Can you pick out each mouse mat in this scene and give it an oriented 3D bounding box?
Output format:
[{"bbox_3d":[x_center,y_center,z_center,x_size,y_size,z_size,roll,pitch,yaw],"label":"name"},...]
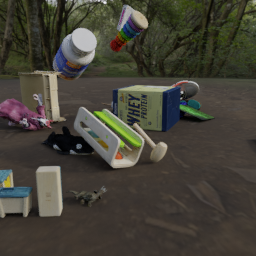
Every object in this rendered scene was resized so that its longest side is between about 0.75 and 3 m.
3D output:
[{"bbox_3d":[3.168,-0.792,13.653,1.850,0.070,1.489,29,23,35],"label":"mouse mat"}]

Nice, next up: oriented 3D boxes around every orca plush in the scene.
[{"bbox_3d":[-1.916,0.272,8.886,1.125,0.760,2.137,-10,17,-38],"label":"orca plush"}]

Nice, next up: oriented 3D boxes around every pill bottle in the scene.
[{"bbox_3d":[-2.453,-3.392,13.006,1.523,1.523,2.717,-8,-11,-29],"label":"pill bottle"}]

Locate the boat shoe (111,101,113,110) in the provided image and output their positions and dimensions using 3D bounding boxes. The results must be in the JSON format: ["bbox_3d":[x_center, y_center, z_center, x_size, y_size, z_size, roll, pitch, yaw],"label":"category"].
[{"bbox_3d":[0.186,-1.280,15.339,2.435,0.877,0.755,-9,17,-42],"label":"boat shoe"}]

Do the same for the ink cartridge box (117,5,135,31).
[{"bbox_3d":[-0.096,-3.839,10.268,0.214,1.153,0.546,19,7,33],"label":"ink cartridge box"}]

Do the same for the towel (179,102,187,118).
[{"bbox_3d":[2.218,-1.013,14.749,1.714,0.575,2.321,6,14,19],"label":"towel"}]

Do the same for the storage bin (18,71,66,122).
[{"bbox_3d":[-3.998,-1.504,13.214,2.234,2.250,1.055,10,18,36],"label":"storage bin"}]

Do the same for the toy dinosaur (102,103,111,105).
[{"bbox_3d":[-0.734,-1.432,17.109,0.872,0.496,1.642,-16,-6,37],"label":"toy dinosaur"}]

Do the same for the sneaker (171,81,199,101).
[{"bbox_3d":[2.436,-1.621,14.704,2.915,1.123,1.194,-13,34,-4],"label":"sneaker"}]

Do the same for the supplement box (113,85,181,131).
[{"bbox_3d":[0.879,-0.966,12.293,2.376,1.597,2.378,5,14,22],"label":"supplement box"}]

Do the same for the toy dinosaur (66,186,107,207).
[{"bbox_3d":[-0.823,1.353,5.521,0.784,0.302,0.401,-4,1,7],"label":"toy dinosaur"}]

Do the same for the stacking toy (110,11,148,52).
[{"bbox_3d":[-0.055,-3.172,9.482,0.669,0.669,1.568,-14,-16,-46],"label":"stacking toy"}]

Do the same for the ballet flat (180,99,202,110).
[{"bbox_3d":[3.552,-1.313,16.267,1.931,0.655,0.698,8,-4,45],"label":"ballet flat"}]

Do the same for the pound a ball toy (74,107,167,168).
[{"bbox_3d":[-0.289,0.356,7.816,1.540,1.003,2.361,2,27,-43],"label":"pound a ball toy"}]

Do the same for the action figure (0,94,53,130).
[{"bbox_3d":[-4.132,-0.330,11.416,2.396,1.784,1.605,21,47,10],"label":"action figure"}]

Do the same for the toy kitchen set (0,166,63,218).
[{"bbox_3d":[-1.978,1.036,5.407,1.477,0.870,1.183,-1,13,-4],"label":"toy kitchen set"}]
